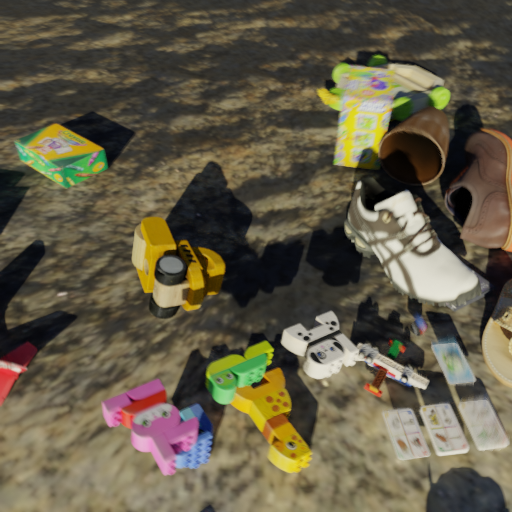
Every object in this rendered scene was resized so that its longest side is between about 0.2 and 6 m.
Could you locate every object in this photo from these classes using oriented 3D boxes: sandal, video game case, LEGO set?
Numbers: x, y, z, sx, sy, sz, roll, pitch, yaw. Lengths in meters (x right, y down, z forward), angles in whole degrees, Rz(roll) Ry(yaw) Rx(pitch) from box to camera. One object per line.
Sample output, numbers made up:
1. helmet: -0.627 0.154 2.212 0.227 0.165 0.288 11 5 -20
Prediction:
1. sandal: 3.944 0.911 8.427 0.805 0.722 2.195 16 43 18
2. video game case: 3.233 0.345 9.569 0.951 0.126 1.332 -21 45 -24
3. LEGO set: 2.260 1.809 7.772 1.566 0.514 2.096 -3 47 -13
4. LEGO set: -0.029 2.000 6.841 3.253 1.241 1.335 -18 46 -29

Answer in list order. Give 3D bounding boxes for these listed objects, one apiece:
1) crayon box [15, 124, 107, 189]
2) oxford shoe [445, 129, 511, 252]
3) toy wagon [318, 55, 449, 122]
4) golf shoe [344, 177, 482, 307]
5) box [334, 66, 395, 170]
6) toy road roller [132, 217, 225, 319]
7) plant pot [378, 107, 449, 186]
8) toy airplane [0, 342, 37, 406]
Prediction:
1. crayon box: -4.267 -2.216 12.266 1.814 0.529 1.078 29 48 30
2. oxford shoe: 4.320 -1.471 10.880 1.234 1.211 3.402 4 41 6
3. toy wagon: 3.139 -4.292 14.621 3.470 0.687 2.693 -20 44 -21
4. golf shoe: 2.482 -0.288 9.266 1.111 1.350 2.856 -28 45 -22
5. box: 2.398 -3.078 12.428 1.035 1.634 1.697 9 42 9
6. toy road roller: -1.250 0.164 9.146 1.210 1.019 1.658 -7 44 -27
7. plant pot: 3.463 -2.452 11.758 1.360 1.360 1.455 20 52 22
8. toy airplane: -4.231 1.414 8.044 2.376 0.437 2.376 -1 46 1
